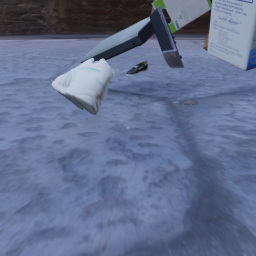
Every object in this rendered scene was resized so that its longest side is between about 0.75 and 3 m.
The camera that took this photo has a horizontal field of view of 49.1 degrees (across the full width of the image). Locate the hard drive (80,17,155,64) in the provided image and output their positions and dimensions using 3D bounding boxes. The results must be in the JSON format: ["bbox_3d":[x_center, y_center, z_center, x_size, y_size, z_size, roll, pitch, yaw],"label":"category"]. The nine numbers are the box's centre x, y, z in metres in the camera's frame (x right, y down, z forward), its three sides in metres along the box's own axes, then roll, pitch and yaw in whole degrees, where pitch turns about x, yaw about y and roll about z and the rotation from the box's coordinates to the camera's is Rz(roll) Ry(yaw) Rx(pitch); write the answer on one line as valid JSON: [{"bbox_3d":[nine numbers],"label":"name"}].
[{"bbox_3d":[-0.272,-3.193,10.415,2.825,0.465,1.971,-12,31,39],"label":"hard drive"}]

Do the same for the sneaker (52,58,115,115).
[{"bbox_3d":[-0.822,-0.834,5.330,0.768,0.875,2.184,37,-7,-28],"label":"sneaker"}]

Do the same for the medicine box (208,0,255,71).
[{"bbox_3d":[2.517,-2.295,4.898,1.836,2.015,1.037,-20,39,-18],"label":"medicine box"}]

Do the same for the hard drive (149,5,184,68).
[{"bbox_3d":[1.075,-2.304,7.541,0.415,1.321,1.959,-21,-5,15],"label":"hard drive"}]

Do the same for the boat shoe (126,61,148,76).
[{"bbox_3d":[0.302,-2.013,9.445,0.366,0.292,0.969,22,39,36],"label":"boat shoe"}]

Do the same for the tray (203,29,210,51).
[{"bbox_3d":[3.113,-3.473,9.199,0.341,1.843,0.909,26,-16,-20],"label":"tray"}]

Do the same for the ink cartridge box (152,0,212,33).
[{"bbox_3d":[1.614,-3.841,8.680,1.613,1.192,0.611,-31,31,7],"label":"ink cartridge box"}]
